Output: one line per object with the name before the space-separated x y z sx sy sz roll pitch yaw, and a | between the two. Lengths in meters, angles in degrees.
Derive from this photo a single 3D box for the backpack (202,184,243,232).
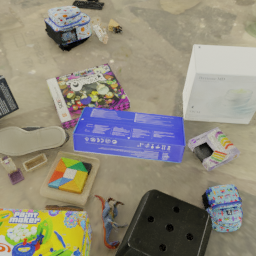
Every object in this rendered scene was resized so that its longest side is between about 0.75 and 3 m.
backpack | 2.720 2.283 7.906 1.051 0.775 1.151 -3 54 -3

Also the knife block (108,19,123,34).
knife block | -0.562 -4.967 13.732 0.759 0.277 0.865 8 53 5

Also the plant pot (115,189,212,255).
plant pot | 0.903 2.748 6.839 2.152 1.914 2.157 20 56 15

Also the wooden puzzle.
wooden puzzle | -1.796 1.507 8.786 1.485 0.299 1.605 11 54 8

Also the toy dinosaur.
toy dinosaur | -0.499 2.675 7.922 1.411 0.741 1.281 -4 57 46

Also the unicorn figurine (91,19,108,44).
unicorn figurine | -1.350 -4.574 13.091 0.582 1.082 1.575 -15 72 -5

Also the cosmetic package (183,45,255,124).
cosmetic package | 3.281 -1.451 9.716 2.385 2.392 1.471 4 52 3

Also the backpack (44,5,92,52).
backpack | -2.680 -4.723 12.851 1.918 1.551 2.013 -20 52 -27

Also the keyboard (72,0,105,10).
keyboard | -2.130 -6.781 15.088 1.680 0.333 0.875 8 53 5

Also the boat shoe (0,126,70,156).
boat shoe | -3.255 0.406 9.461 2.654 0.832 0.964 -5 87 10

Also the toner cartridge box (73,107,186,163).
toner cartridge box | 0.065 0.150 7.767 2.896 0.625 1.375 7 35 3

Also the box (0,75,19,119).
box | -5.182 -0.853 9.380 2.037 1.284 2.072 -35 33 -33

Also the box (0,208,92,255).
box | -2.199 3.276 6.718 2.346 1.431 2.259 2 53 2

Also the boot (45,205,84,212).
boot | -1.833 2.449 8.096 1.111 0.409 0.419 0 76 1

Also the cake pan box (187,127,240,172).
cake pan box | 2.833 0.697 9.384 1.323 0.346 1.218 -21 53 -15

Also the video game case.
video game case | -1.569 -1.320 10.829 2.646 0.474 2.399 -18 55 -13

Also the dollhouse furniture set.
dollhouse furniture set | -3.351 0.910 8.850 1.292 0.917 1.024 -27 57 -19
